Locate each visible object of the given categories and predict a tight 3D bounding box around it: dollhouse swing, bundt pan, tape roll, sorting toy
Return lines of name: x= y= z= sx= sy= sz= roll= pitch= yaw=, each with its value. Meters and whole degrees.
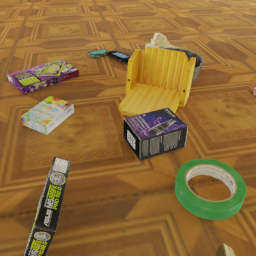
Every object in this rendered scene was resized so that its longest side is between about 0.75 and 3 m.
dollhouse swing: x=0.967 y=-1.676 z=10.442 sx=2.424 sy=2.202 sz=2.131 roll=15 pitch=28 yaw=19
bundt pan: x=1.982 y=-2.637 z=12.424 sx=2.608 sy=0.979 sz=2.608 roll=0 pitch=36 yaw=0
tape roll: x=2.122 y=1.535 z=7.302 sx=1.752 sy=0.421 sz=1.752 roll=0 pitch=36 yaw=0
sorting toy: x=1.880 y=-3.951 z=14.309 sx=1.703 sy=1.011 sz=1.892 roll=17 pitch=38 yaw=10

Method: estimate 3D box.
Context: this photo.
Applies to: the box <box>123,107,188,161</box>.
box: x=0.842 y=0.148 z=8.786 sx=1.650 sy=0.861 sz=1.221 roll=-16 pitch=39 yaw=-20

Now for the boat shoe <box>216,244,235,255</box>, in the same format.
boat shoe: x=2.037 y=3.025 z=5.240 sx=0.561 sy=0.625 sz=1.689 roll=13 pitch=38 yaw=-4

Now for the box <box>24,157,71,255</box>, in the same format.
box: x=-1.745 y=1.783 z=6.058 sx=0.411 sy=1.488 sz=1.858 roll=18 pitch=35 yaw=-14

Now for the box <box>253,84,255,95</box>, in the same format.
box: x=5.555 y=-1.520 z=11.422 sx=0.762 sy=0.380 sz=0.364 roll=12 pitch=38 yaw=16

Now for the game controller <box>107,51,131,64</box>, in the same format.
game controller: x=-0.370 y=-3.675 z=14.360 sx=1.516 sy=0.319 sz=0.791 roll=32 pitch=47 yaw=34

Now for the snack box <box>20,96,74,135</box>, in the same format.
snack box: x=-2.831 y=-0.498 z=10.000 sx=1.118 sy=0.416 sz=1.572 roll=18 pitch=41 yaw=21

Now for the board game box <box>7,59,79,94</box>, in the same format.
board game box: x=-3.765 y=-2.368 z=12.582 sx=2.714 sy=0.438 sz=1.629 roll=-26 pitch=48 yaw=-31

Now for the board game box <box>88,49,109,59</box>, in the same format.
board game box: x=-1.524 y=-3.957 z=14.880 sx=1.035 sy=0.146 sz=0.700 roll=-18 pitch=40 yaw=-22
